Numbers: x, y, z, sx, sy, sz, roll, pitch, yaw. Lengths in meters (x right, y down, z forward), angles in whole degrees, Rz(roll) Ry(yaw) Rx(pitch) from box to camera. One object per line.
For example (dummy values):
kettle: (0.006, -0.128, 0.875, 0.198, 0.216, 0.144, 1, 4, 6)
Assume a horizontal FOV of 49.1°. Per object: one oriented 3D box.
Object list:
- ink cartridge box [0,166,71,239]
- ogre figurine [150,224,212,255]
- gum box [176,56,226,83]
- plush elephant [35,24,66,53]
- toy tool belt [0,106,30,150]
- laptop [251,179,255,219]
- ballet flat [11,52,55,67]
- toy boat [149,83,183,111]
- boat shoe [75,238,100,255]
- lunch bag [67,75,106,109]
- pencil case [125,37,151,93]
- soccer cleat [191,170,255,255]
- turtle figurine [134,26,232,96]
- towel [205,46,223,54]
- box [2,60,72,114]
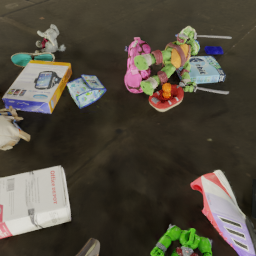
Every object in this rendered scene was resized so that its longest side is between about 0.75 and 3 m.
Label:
ink cartridge box: (-2.437, 1.819, 7.042, 1.826, 0.774, 1.330, -12, 45, -10)
ogre figurine: (1.315, 2.713, 6.201, 1.419, 0.696, 0.851, 8, 56, 25)
gum box: (2.942, -2.436, 11.699, 1.745, 0.389, 1.483, -6, 44, -6)
plush elephant: (-3.646, -4.050, 12.830, 1.447, 1.120, 1.191, -2, 44, -2)
toy tool belt: (-4.019, -0.155, 8.996, 1.201, 1.220, 1.954, -2, 37, -46)
laptop: (3.995, 1.780, 7.113, 1.427, 0.737, 1.265, 14, 45, 14)
ballet flat: (-4.126, -2.992, 12.267, 1.815, 0.612, 0.566, -2, 16, -8)
toy boat: (1.412, -1.246, 10.127, 1.323, 0.865, 0.863, -28, 51, -26)
boat shoe: (-1.323, 3.061, 5.820, 0.706, 0.717, 1.926, 23, 48, 22)
lunch bag: (-1.513, -1.430, 10.326, 1.176, 0.750, 1.000, -26, 51, -14)
pencil case: (0.396, -2.567, 11.274, 1.135, 1.172, 2.502, -1, 45, 3)
soccer cleat: (2.344, 2.200, 6.721, 0.940, 0.877, 2.570, -19, 45, 5)
turtle figurine: (1.918, -2.298, 9.922, 2.890, 2.145, 2.981, -29, 65, -18)
towel: (4.017, -3.647, 13.086, 0.774, 0.192, 0.572, -3, 43, -3)
box: (-3.407, -1.542, 10.663, 1.738, 0.606, 2.920, 6, 47, 7)
